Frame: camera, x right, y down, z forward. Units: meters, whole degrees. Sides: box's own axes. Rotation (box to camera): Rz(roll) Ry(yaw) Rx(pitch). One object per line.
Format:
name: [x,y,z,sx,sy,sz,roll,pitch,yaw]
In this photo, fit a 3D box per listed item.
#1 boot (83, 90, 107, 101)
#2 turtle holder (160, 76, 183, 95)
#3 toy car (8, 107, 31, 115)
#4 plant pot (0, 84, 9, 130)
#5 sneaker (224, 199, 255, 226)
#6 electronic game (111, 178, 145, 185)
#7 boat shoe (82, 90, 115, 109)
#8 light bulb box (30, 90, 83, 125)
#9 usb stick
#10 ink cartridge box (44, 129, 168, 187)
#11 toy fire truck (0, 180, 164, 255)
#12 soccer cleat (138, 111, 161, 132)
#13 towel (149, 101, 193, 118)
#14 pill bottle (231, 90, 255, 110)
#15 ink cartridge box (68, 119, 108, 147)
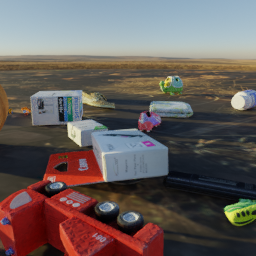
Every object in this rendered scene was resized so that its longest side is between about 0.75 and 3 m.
boot: [-2.028,-1.738,15.344,1.408,0.532,1.608,-5,16,-17]
turtle holder: [2.768,-2.765,18.050,1.561,1.109,1.186,0,15,1]
toy car: [-4.562,-0.661,11.830,0.841,0.280,0.413,-9,-20,-4]
plant pot: [-4.254,-0.274,7.008,2.269,2.269,1.588,-5,32,-17]
sneaker: [1.964,1.236,4.409,0.979,0.363,0.409,-5,20,-17]
electronic game: [-0.070,0.908,5.922,1.064,0.221,1.064,0,15,0]
boat shoe: [-1.498,-1.329,12.981,2.083,0.692,0.771,14,2,25]
light bulb box: [-2.644,-0.821,10.745,1.731,1.080,1.716,-1,15,-5]
usb stick: [1.574,1.078,5.144,1.854,0.302,0.514,6,10,22]
ink cartridge box: [-0.619,0.526,6.070,2.262,0.568,2.607,-4,9,-11]
toy fire truck: [-0.720,1.488,2.751,2.954,0.720,2.083,11,19,36]
soccer cleat: [0.786,-0.359,9.841,0.579,0.664,1.737,6,16,20]
towel: [1.798,-0.786,11.972,1.808,0.435,1.548,2,18,7]
pill bottle: [5.407,-1.283,12.968,0.852,0.852,1.521,14,21,43]
ink cartridge box: [-1.215,0.125,8.348,0.845,0.487,1.158,-8,17,-28]
